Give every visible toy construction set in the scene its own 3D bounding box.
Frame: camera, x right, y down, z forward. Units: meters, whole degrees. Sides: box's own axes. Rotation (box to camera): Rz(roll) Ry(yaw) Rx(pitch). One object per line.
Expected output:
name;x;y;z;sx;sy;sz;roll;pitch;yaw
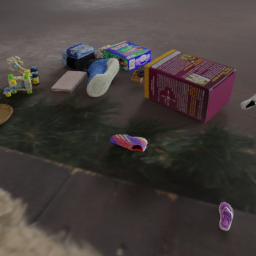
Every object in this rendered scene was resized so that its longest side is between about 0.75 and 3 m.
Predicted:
toy construction set;-4.731;-2.270;12.440;1.477;1.038;2.252;-10;49;-13

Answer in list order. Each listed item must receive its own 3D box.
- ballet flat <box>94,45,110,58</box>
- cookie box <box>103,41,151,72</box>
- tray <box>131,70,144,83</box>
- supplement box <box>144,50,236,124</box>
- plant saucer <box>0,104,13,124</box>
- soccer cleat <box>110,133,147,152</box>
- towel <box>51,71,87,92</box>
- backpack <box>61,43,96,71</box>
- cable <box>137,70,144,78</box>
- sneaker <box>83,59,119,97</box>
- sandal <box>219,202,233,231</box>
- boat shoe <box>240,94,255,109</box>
ballet flat;-1.400;-4.113;15.274;1.529;0.578;0.489;-35;76;-32
cookie box;-0.059;-3.782;14.592;1.661;0.730;1.942;-31;46;-33
tray;0.471;-2.437;13.271;0.467;0.175;0.946;9;38;11
supplement box;2.358;-1.758;11.121;2.979;1.538;1.950;30;50;34
plant saucer;-5.030;-0.443;10.520;1.373;0.243;1.373;0;37;0
soccer cleat;-0.016;0.489;9.146;1.247;0.425;0.456;9;41;8
towel;-2.579;-2.061;12.352;1.234;0.208;1.292;10;50;32
backpack;-2.596;-3.619;14.116;1.601;1.077;1.461;27;45;34
cable;1.327;-2.669;13.460;2.017;0.508;0.980;-35;62;-30
sneaker;-1.493;-2.266;12.409;1.365;0.942;2.453;7;49;27
sandal;2.474;2.179;7.022;0.344;0.208;0.846;9;38;12
boat shoe;3.825;-0.797;8.541;0.814;0.293;0.267;-23;24;-9
